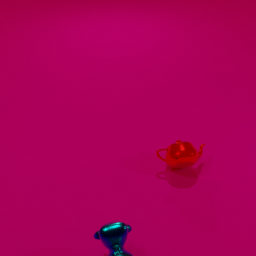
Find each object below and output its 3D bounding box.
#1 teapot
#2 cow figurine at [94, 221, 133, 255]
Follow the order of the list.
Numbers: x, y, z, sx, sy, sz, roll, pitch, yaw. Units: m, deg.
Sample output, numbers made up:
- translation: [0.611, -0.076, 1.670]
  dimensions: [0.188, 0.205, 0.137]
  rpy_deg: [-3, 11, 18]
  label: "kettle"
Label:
- translation: [1.171, 0.534, 6.003]
  dimensions: [1.169, 0.727, 0.572]
  rpy_deg: [-3, 68, -11]
  label: "teapot"
- translation: [-0.136, 2.010, 4.180]
  dimensions: [0.630, 1.147, 1.129]
  rpy_deg: [-10, 13, -9]
  label: "cow figurine"
